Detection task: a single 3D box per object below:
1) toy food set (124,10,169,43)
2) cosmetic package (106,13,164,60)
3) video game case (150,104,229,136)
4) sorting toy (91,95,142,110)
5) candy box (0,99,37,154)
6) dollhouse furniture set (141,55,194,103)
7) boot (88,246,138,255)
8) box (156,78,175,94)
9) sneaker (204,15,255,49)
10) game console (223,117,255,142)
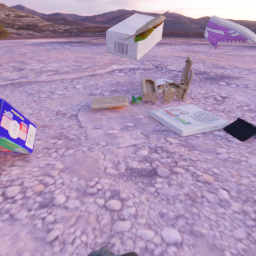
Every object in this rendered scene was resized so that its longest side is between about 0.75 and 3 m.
[{"bbox_3d":[0.744,-3.355,9.487,1.257,0.365,1.821,-13,27,41],"label":"toy food set"},{"bbox_3d":[0.362,-4.032,12.161,1.481,1.079,2.914,18,41,17],"label":"cosmetic package"},{"bbox_3d":[2.665,-0.425,12.561,2.402,0.313,2.639,-10,25,-23],"label":"video game case"},{"bbox_3d":[-0.509,-1.310,14.499,2.741,0.403,2.026,-4,19,-2],"label":"sorting toy"},{"bbox_3d":[-4.889,-0.030,8.965,2.997,1.154,2.534,4,-18,7],"label":"candy box"},{"bbox_3d":[2.110,-2.757,15.087,2.456,2.002,2.336,8,36,-6],"label":"dollhouse furniture set"},{"bbox_3d":[-0.316,2.576,5.675,0.910,0.308,0.595,-10,20,-25],"label":"boot"},{"bbox_3d":[1.840,-2.547,17.155,1.882,0.566,1.098,-17,29,-36],"label":"box"},{"bbox_3d":[3.906,-3.460,10.805,1.945,1.109,0.705,32,36,17],"label":"sneaker"},{"bbox_3d":[4.832,0.180,11.404,1.195,0.791,1.359,24,14,-25],"label":"game console"}]
